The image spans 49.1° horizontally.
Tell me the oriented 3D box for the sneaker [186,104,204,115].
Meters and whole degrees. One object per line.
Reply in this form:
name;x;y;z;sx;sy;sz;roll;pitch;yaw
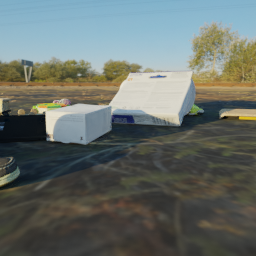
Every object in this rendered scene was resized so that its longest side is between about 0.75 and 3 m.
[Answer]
sneaker;2.541;-0.803;11.347;0.523;0.530;1.387;-3;11;-26

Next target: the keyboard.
keyboard;-3.305;0.095;6.970;2.860;0.567;1.489;-1;33;-13

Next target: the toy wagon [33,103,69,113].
toy wagon;-3.061;-0.758;11.498;1.506;0.384;1.941;-5;11;-23

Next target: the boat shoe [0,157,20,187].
boat shoe;-2.488;0.472;3.602;2.028;0.667;0.725;-2;12;-7

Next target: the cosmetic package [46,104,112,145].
cosmetic package;-1.147;-0.154;6.996;1.026;0.738;1.818;4;10;13

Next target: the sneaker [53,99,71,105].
sneaker;-3.563;-1.344;14.997;0.950;0.382;0.420;-6;4;-26

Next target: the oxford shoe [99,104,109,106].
oxford shoe;-0.901;-0.843;12.060;1.075;0.379;0.402;-10;20;-42

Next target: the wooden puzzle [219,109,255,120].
wooden puzzle;4.347;-0.517;10.493;1.762;0.328;1.630;-2;9;18

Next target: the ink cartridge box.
ink cartridge box;0.800;-1.054;9.414;2.515;0.512;2.520;3;42;25

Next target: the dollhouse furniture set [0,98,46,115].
dollhouse furniture set;-3.145;-0.477;8.483;1.280;0.850;1.121;-6;11;-35

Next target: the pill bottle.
pill bottle;1.078;-1.422;11.504;2.987;1.676;1.676;10;14;44
